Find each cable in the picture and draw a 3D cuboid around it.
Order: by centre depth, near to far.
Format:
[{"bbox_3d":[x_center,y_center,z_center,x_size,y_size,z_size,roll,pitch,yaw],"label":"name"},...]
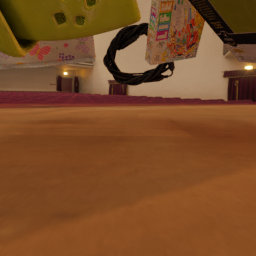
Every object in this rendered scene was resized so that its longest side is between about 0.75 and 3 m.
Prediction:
[{"bbox_3d":[0.400,-2.609,9.998,2.620,2.138,0.666,-4,30,-1],"label":"cable"}]

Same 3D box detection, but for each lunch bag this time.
[{"bbox_3d":[-2.521,-2.965,8.037,2.756,2.338,1.752,-15,21,-29],"label":"lunch bag"}]

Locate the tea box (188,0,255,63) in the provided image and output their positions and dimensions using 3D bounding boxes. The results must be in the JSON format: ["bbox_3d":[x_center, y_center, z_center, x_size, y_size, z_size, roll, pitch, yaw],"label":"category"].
[{"bbox_3d":[2.708,-2.809,5.163,2.889,1.962,2.937,40,4,-20],"label":"tea box"}]

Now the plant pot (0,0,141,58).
[{"bbox_3d":[-1.395,-2.676,4.606,2.290,2.511,2.524,-22,27,3],"label":"plant pot"}]

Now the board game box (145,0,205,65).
[{"bbox_3d":[1.451,-3.159,8.152,1.704,2.534,0.434,-14,46,-19],"label":"board game box"}]
